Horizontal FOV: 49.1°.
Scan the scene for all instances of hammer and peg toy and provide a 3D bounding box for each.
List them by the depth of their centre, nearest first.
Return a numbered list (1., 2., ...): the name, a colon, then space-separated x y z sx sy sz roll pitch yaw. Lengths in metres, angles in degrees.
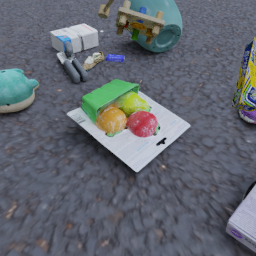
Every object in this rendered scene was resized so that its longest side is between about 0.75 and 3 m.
1. hammer and peg toy: 0.042 -3.140 8.231 1.921 0.678 1.413 15 0 -7

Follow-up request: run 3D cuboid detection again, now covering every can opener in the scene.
1. can opener: -2.392 -2.771 11.768 0.684 0.864 2.599 -16 46 -20

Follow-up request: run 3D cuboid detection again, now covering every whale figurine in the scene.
1. whale figurine: -4.226 -1.615 9.904 2.009 1.310 2.526 -9 39 -11

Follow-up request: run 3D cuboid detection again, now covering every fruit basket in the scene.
1. fruit basket: 0.040 -0.177 8.492 2.817 1.320 2.609 40 52 19

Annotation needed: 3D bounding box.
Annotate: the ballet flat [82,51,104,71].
1. ballet flat: -1.559 -2.962 12.221 0.503 0.466 1.428 19 43 22

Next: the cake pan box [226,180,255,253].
1. cake pan box: 3.623 1.921 5.813 2.453 0.642 2.259 30 58 32

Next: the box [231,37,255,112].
1. box: 2.163 -0.912 4.856 0.382 0.416 1.188 14 85 1

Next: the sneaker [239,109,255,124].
1. sneaker: 4.504 -1.170 9.476 1.078 1.185 2.681 16 43 17

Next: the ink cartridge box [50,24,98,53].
1. ink cartridge box: -2.575 -4.322 13.608 1.903 0.802 1.389 -25 45 -27

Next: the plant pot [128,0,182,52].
1. plant pot: 1.296 -4.794 12.955 2.582 2.582 2.072 -15 61 -17

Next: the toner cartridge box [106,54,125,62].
1. toner cartridge box: -0.567 -3.169 12.707 0.776 0.168 0.369 7 39 8
